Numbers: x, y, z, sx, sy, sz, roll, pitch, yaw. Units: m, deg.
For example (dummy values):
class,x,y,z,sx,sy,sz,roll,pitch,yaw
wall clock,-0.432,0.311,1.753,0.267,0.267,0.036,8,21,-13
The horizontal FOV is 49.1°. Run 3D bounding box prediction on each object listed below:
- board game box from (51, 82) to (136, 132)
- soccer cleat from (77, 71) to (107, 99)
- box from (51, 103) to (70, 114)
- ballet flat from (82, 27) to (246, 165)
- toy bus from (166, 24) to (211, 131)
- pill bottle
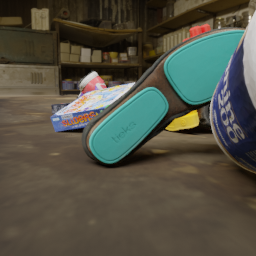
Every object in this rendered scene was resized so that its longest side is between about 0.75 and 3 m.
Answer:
class,x,y,z,sx,sy,sz,roll,pitch,yaw
board game box,-0.796,-0.655,7.898,1.722,0.438,2.544,-9,19,17
soccer cleat,-1.394,-1.255,11.409,1.018,1.092,2.985,-40,-3,-16
box,-2.655,-0.824,11.695,0.729,0.417,0.801,-3,6,21
ballet flat,0.542,-0.571,4.285,2.973,1.011,1.017,-32,14,-3
toy bus,1.815,-1.359,7.438,2.560,2.458,1.737,-26,16,-29
pill bottle,1.647,-0.375,2.282,1.595,1.595,2.875,1,-9,9
